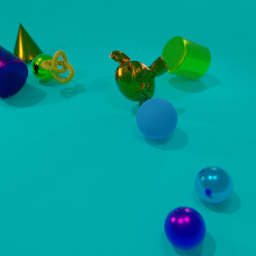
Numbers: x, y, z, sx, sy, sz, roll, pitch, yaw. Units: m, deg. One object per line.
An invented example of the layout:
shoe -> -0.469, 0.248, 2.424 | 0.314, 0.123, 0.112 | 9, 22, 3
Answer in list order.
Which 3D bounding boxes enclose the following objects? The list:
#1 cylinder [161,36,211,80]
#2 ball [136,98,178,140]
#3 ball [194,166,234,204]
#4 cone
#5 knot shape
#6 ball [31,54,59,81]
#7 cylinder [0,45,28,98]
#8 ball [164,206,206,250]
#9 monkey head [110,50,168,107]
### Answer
cylinder -> 1.998, -2.400, 9.721 | 1.253, 1.253, 1.253 | 7, 30, -34
ball -> 0.752, -0.240, 7.332 | 1.084, 1.084, 1.084 | 0, 37, 0
ball -> 1.765, 1.170, 5.784 | 0.780, 0.780, 0.780 | 0, 37, 0
cone -> -4.168, -3.527, 11.260 | 1.330, 1.335, 1.330 | -4, 28, 2
knot shape -> -2.241, -2.071, 9.212 | 1.078, 0.498, 1.008 | 27, 60, -26
ball -> -2.957, -2.145, 9.962 | 0.954, 0.954, 0.954 | 0, 37, 0
cylinder -> -4.211, -1.897, 8.985 | 1.397, 1.397, 1.397 | 35, 47, 15
ball -> 1.011, 1.776, 4.990 | 0.742, 0.742, 0.742 | 0, 37, 0
monkey head -> 0.362, -1.484, 8.089 | 1.420, 1.973, 1.189 | -40, 24, -20
